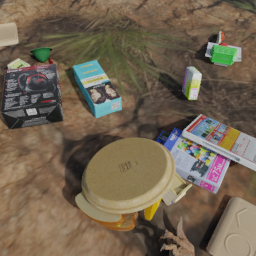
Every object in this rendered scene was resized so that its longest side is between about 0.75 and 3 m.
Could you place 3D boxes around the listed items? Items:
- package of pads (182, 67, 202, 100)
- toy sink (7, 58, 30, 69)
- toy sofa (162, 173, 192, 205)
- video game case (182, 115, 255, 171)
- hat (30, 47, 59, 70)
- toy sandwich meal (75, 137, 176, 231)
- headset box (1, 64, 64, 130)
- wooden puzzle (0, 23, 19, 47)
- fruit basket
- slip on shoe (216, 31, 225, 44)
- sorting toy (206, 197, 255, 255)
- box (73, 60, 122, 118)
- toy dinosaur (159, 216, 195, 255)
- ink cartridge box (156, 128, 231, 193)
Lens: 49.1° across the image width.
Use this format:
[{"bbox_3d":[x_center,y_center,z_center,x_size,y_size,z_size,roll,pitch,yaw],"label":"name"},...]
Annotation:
[{"bbox_3d":[2.405,-1.683,10.607,0.369,1.082,0.836,-1,30,-9],"label":"package of pads"},{"bbox_3d":[-4.645,-2.513,11.837,0.961,0.539,0.627,30,55,24],"label":"toy sink"},{"bbox_3d":[1.043,1.441,8.195,1.506,0.735,0.624,47,39,19],"label":"toy sofa"},{"bbox_3d":[3.210,0.396,9.056,2.532,0.221,1.810,27,32,22],"label":"video game case"},{"bbox_3d":[-3.761,-2.974,12.522,1.000,1.063,1.207,-13,8,-19],"label":"hat"},{"bbox_3d":[0.006,1.446,7.693,2.882,0.987,2.882,-10,39,8],"label":"toy sandwich meal"},{"bbox_3d":[-3.527,-1.336,10.492,1.950,0.984,2.624,-10,49,-9],"label":"headset box"},{"bbox_3d":[-6.246,-4.544,13.832,1.537,0.309,1.662,-14,55,-12],"label":"wooden puzzle"},{"bbox_3d":[4.309,-3.402,12.646,1.518,0.768,1.639,13,34,11],"label":"fruit basket"},{"bbox_3d":[4.512,-4.375,13.577,0.336,0.407,1.099,22,42,7],"label":"slip on shoe"},{"bbox_3d":[3.295,2.950,7.176,2.031,0.370,1.880,24,53,26],"label":"sorting toy"},{"bbox_3d":[-1.248,-1.593,10.958,1.069,0.638,2.597,-20,51,-16],"label":"box"},{"bbox_3d":[1.338,3.129,6.758,1.258,0.796,1.855,20,37,6],"label":"toy dinosaur"},{"bbox_3d":[1.910,0.884,8.886,2.439,0.512,1.455,23,53,21],"label":"ink cartridge box"}]
